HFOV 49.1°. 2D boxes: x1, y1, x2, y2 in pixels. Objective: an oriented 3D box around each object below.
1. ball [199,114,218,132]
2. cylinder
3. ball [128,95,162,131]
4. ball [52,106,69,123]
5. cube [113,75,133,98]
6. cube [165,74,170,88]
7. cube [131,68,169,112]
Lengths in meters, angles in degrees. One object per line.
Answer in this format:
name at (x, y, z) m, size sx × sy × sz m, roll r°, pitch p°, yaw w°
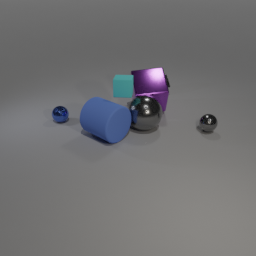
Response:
ball at (3.128, -0.200, 10.908) m, size 0.700 × 0.700 × 0.700 m, roll 0°, pitch 29°, yaw 0°
cylinder at (-0.833, -0.317, 10.466) m, size 1.400 × 1.400 × 1.400 m, roll 23°, pitch 36°, yaw 34°
ball at (0.648, -0.592, 11.001) m, size 1.400 × 1.400 × 1.400 m, roll 0°, pitch 29°, yaw 0°
ball at (-2.840, -0.580, 11.750) m, size 0.700 × 0.700 × 0.700 m, roll 0°, pitch 29°, yaw 0°
cube at (-0.174, -1.597, 10.676) m, size 0.700 × 0.700 × 0.700 m, roll 3°, pitch 26°, yaw 6°
cube at (1.667, -2.321, 14.561) m, size 0.700 × 0.700 × 0.700 m, roll -22°, pitch 8°, yaw -13°
cube at (0.906, -1.602, 12.254) m, size 1.400 × 1.400 × 1.400 m, roll -7°, pitch 59°, yaw -4°
